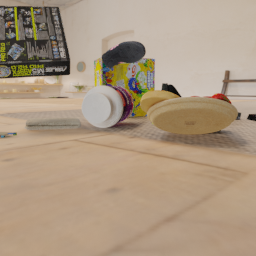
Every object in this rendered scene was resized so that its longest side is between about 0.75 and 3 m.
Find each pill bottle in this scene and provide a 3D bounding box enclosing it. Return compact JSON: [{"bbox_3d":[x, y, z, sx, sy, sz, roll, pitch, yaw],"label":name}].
[{"bbox_3d":[-0.755,-0.840,10.637,1.525,1.525,2.712,2,8,13],"label":"pill bottle"}]

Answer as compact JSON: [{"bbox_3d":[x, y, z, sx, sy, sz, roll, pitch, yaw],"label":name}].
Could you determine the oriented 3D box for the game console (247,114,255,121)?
[{"bbox_3d":[6.435,-0.402,12.099,1.525,0.312,2.586,-1,6,-5],"label":"game console"}]

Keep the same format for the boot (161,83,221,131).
[{"bbox_3d":[2.102,-0.629,8.834,2.010,0.914,2.392,0,-26,14],"label":"boot"}]

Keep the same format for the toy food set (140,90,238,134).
[{"bbox_3d":[1.710,-0.397,7.783,2.507,0.610,2.481,-4,-20,23],"label":"toy food set"}]

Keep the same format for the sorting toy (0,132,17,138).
[{"bbox_3d":[-3.755,0.203,8.258,0.962,0.131,0.542,1,3,2],"label":"sorting toy"}]

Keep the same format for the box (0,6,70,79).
[{"bbox_3d":[-3.277,-2.927,9.255,2.361,2.948,0.652,-7,-34,-17],"label":"box"}]

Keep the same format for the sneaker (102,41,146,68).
[{"bbox_3d":[-0.026,-2.195,7.925,0.731,0.626,1.783,-42,27,-29],"label":"sneaker"}]

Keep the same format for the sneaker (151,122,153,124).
[{"bbox_3d":[1.354,-0.221,10.882,1.178,0.422,0.488,-9,36,-46],"label":"sneaker"}]

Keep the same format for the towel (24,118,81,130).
[{"bbox_3d":[-2.694,-0.149,10.161,1.940,0.334,1.285,-1,9,-13],"label":"towel"}]

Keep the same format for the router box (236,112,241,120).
[{"bbox_3d":[4.507,-0.706,13.352,1.318,0.344,1.036,9,5,-19],"label":"router box"}]

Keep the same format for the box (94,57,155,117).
[{"bbox_3d":[-0.198,-2.108,14.717,2.841,2.950,1.800,-3,8,-19],"label":"box"}]
